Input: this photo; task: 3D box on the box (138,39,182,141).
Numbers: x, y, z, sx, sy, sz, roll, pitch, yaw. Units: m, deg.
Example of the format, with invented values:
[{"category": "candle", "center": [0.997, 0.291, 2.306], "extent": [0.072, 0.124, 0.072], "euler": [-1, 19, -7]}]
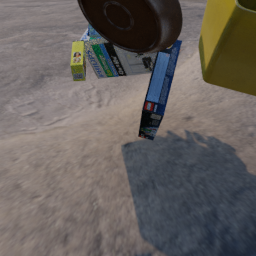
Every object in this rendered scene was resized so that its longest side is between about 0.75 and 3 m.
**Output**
[{"category": "box", "center": [0.558, -0.628, 5.460], "extent": [0.377, 1.998, 1.364], "euler": [14, 76, 3]}]

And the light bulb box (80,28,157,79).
[{"category": "light bulb box", "center": [0.145, -2.919, 8.726], "extent": [2.388, 1.490, 2.367], "euler": [-1, 50, 25]}]

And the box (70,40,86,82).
[{"category": "box", "center": [-1.227, -1.702, 7.006], "extent": [0.317, 0.475, 1.263], "euler": [-6, 45, -3]}]

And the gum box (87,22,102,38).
[{"category": "gum box", "center": [-0.474, -2.791, 6.858], "extent": [1.197, 1.017, 0.267], "euler": [7, 4, 39]}]

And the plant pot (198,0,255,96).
[{"category": "plant pot", "center": [2.927, -2.155, 6.662], "extent": [2.387, 2.105, 2.387], "euler": [13, 50, -8]}]

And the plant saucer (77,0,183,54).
[{"category": "plant saucer", "center": [-0.083, -1.643, 3.940], "extent": [1.744, 1.744, 0.280], "euler": [20, 69, 28]}]
